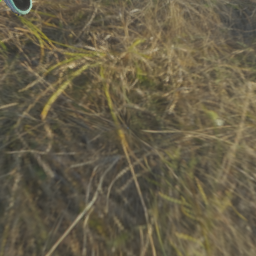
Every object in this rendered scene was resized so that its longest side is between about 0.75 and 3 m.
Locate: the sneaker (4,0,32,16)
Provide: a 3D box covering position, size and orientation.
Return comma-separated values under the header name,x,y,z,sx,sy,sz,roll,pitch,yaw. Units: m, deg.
name,x,y,z,sx,sy,sz,roll,pitch,yaw
sneaker,-2.970,-3.604,6.921,0.637,1.639,1.146,-21,20,-27
